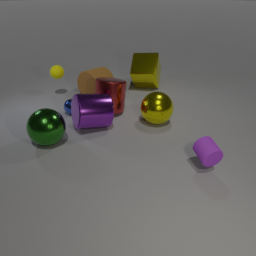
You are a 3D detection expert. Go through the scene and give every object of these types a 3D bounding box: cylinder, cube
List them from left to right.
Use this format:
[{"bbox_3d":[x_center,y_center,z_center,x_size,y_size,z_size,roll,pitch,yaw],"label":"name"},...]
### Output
[{"bbox_3d":[-1.459,-0.689,11.346,1.400,1.400,1.400,-4,28,-24],"label":"cylinder"},{"bbox_3d":[-1.674,-2.389,14.599,1.400,1.400,1.400,18,29,30],"label":"cylinder"},{"bbox_3d":[-0.820,-1.505,12.767,1.400,1.400,1.400,6,18,-2],"label":"cylinder"},{"bbox_3d":[1.003,-3.165,15.457,1.400,1.400,1.400,3,67,15],"label":"cube"},{"bbox_3d":[2.495,0.733,8.771,0.700,0.700,0.700,-8,42,-15],"label":"cylinder"}]

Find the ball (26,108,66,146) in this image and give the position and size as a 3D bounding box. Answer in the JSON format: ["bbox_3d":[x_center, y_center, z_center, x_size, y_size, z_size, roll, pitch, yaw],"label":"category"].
[{"bbox_3d":[-3.006,-0.032,10.324,1.400,1.400,1.400,0,28,0],"label":"ball"}]

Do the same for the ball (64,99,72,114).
[{"bbox_3d":[-2.567,-0.979,12.725,0.700,0.700,0.700,0,28,0],"label":"ball"}]

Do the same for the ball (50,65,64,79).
[{"bbox_3d":[-3.622,-2.858,14.323,0.700,0.700,0.700,0,28,0],"label":"ball"}]

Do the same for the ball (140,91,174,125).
[{"bbox_3d":[1.223,-0.840,11.825,1.400,1.400,1.400,0,28,0],"label":"ball"}]
